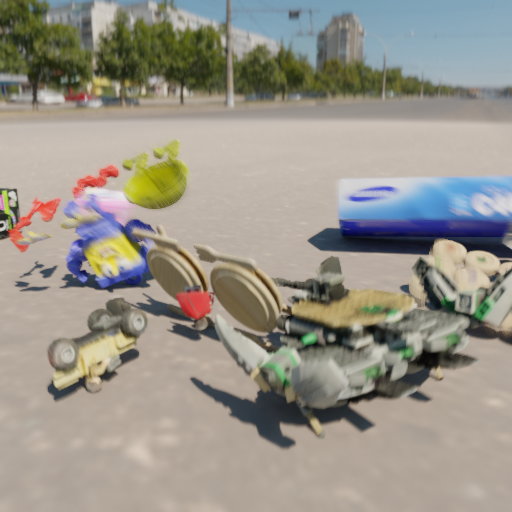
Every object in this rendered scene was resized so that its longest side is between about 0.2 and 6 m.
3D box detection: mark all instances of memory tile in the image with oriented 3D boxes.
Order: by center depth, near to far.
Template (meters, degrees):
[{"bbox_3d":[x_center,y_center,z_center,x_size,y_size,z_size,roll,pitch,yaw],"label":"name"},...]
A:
[{"bbox_3d":[2.734,0.352,6.581,1.655,0.139,1.269,22,42,28],"label":"memory tile"}]

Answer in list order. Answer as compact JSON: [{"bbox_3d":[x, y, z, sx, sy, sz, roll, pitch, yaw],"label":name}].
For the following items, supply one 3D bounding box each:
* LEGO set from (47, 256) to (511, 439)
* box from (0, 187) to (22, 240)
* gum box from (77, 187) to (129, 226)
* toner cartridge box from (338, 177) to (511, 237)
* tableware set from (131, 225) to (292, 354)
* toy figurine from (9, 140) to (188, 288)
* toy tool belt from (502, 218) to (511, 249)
[{"bbox_3d":[0.357,0.875,5.250,4.323,1.225,2.808,-6,10,28],"label":"LEGO set"},{"bbox_3d":[-5.046,-0.729,10.242,0.759,0.907,1.222,6,18,20],"label":"box"},{"bbox_3d":[-3.084,-0.944,11.342,0.904,0.527,1.592,8,15,-12],"label":"gum box"},{"bbox_3d":[3.145,-0.793,9.557,3.408,0.736,1.619,1,-8,10],"label":"toner cartridge box"},{"bbox_3d":[-0.455,0.260,6.196,1.979,1.308,0.397,15,46,40],"label":"tableware set"},{"bbox_3d":[-1.818,-0.316,7.706,2.518,1.509,1.328,-21,33,7],"label":"toy figurine"},{"bbox_3d":[4.288,-0.037,8.061,1.123,1.105,1.798,-4,-11,45],"label":"toy tool belt"}]
